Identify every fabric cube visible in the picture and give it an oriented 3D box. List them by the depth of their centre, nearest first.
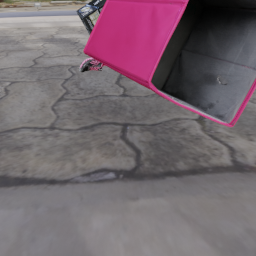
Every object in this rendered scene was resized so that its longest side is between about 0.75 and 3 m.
[{"bbox_3d":[1.061,-1.844,5.530,2.484,2.532,2.524,19,11,-39],"label":"fabric cube"}]

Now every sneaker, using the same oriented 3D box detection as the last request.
[{"bbox_3d":[-1.014,-1.923,8.628,1.004,0.397,0.479,-33,79,-24],"label":"sneaker"}]

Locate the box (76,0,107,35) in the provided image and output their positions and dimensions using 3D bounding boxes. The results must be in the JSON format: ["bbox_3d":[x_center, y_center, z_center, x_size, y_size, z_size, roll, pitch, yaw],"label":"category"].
[{"bbox_3d":[-0.682,-3.825,10.515,1.638,2.001,0.862,-33,45,0],"label":"box"}]
